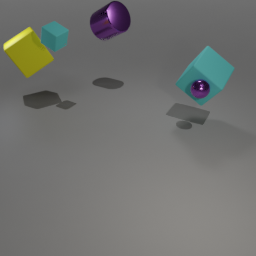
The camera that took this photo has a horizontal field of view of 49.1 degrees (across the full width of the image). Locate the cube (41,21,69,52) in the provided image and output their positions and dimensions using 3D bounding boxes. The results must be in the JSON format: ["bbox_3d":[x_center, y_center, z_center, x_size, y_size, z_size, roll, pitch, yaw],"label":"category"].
[{"bbox_3d":[-2.729,-3.404,10.413,0.700,0.700,0.700,34,49,8],"label":"cube"}]

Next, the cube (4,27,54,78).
[{"bbox_3d":[-4.208,-3.216,11.856,1.400,1.400,1.400,-36,34,-4],"label":"cube"}]

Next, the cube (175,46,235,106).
[{"bbox_3d":[3.015,-2.029,11.041,1.400,1.400,1.400,39,59,-3],"label":"cube"}]

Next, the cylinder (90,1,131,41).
[{"bbox_3d":[-0.830,-4.954,13.030,1.400,1.400,1.400,-27,15,-39],"label":"cylinder"}]

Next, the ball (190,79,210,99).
[{"bbox_3d":[2.612,-1.411,10.114,0.700,0.700,0.700,0,29,0],"label":"ball"}]
